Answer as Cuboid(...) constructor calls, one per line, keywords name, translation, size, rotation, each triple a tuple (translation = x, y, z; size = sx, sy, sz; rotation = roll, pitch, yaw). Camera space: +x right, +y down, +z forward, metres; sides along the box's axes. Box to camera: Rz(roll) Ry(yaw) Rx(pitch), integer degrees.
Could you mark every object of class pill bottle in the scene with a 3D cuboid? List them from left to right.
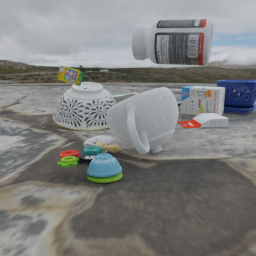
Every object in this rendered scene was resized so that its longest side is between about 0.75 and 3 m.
Cuboid(name="pill bottle", translation=(1.486, -2.871, 9.409), size=(2.509, 1.453, 1.453), rotation=(7, 13, 18))

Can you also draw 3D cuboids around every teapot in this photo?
Cuboid(name="teapot", translation=(0.498, -0.063, 7.404), size=(2.074, 1.515, 2.047), rotation=(-18, -5, -27))

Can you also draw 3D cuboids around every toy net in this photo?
Cuboid(name="toy net", translation=(-0.836, 0.644, 6.609), size=(1.316, 0.484, 2.508), rotation=(-3, 10, -3))

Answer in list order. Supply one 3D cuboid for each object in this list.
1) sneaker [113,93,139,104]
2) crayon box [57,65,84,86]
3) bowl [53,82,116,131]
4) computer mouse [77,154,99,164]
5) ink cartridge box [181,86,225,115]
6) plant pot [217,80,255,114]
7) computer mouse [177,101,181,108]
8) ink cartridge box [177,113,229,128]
Cuboid(name="sneaker", translation=(0.054, -1.490, 15.426), size=(2.776, 1.026, 1.137), rotation=(4, 16, 16))
Cuboid(name="crayon box", translation=(-1.781, -1.620, 8.647), size=(0.769, 0.457, 0.224), rotation=(20, 10, 20))
Cuboid(name="bowl", translation=(-1.620, -1.051, 11.187), size=(2.779, 1.304, 2.779), rotation=(2, 25, -1))
Cuboid(name="computer mouse", translation=(-0.925, 0.700, 6.927), size=(0.425, 0.170, 0.776), rotation=(1, 12, 12))
Cuboid(name="ink cartridge box", translation=(3.744, -1.359, 13.924), size=(1.854, 1.365, 1.341), rotation=(6, 13, 28))
Cuboid(name="plant pot", translation=(5.699, -1.648, 14.560), size=(1.866, 1.678, 1.866), rotation=(8, 14, 33))
Cuboid(name="computer mouse", translation=(2.209, -1.081, 15.045), size=(1.940, 0.426, 1.064), rotation=(-19, 17, -42))
Cuboid(name="ink cartridge box", translation=(2.981, -0.318, 11.328), size=(1.700, 0.485, 1.382), rotation=(3, 12, -5))
